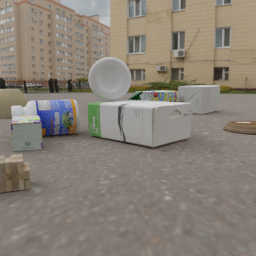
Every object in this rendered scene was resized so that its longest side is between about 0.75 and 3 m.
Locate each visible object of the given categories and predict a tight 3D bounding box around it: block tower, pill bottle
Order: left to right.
[{"bbox_3d":[-2.724,0.829,4.739,2.003,0.541,0.579,-3,9,-22],"label":"block tower"},{"bbox_3d":[-2.899,-0.356,9.897,2.210,1.239,1.239,-5,10,-21],"label":"pill bottle"},{"bbox_3d":[-0.670,-1.794,10.687,1.476,1.476,2.626,0,6,-2],"label":"pill bottle"}]

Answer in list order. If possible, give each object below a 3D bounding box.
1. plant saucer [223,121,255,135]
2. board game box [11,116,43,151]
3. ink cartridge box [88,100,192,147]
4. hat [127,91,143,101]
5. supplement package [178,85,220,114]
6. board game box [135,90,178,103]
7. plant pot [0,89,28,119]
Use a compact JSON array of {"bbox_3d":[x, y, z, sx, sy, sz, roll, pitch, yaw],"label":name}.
[{"bbox_3d":[4.783,-0.043,10.937,2.035,0.300,2.035,-1,9,0],"label":"plant saucer"},{"bbox_3d":[-3.016,0.112,8.350,0.812,0.798,1.549,-3,10,-20],"label":"board game box"},{"bbox_3d":[0.373,-0.271,9.340,2.884,1.216,2.107,9,13,43],"label":"ink cartridge box"},{"bbox_3d":[0.487,-0.345,13.102,2.429,2.138,2.012,-33,2,29],"label":"hat"},{"bbox_3d":[4.501,-1.835,17.631,1.637,1.657,2.733,7,12,38],"label":"supplement package"},{"bbox_3d":[1.803,-1.613,17.264,2.555,1.340,1.316,-9,14,-40],"label":"board game box"},{"bbox_3d":[-6.518,-1.393,15.468,2.241,1.504,2.241,1,9,0],"label":"plant pot"}]
